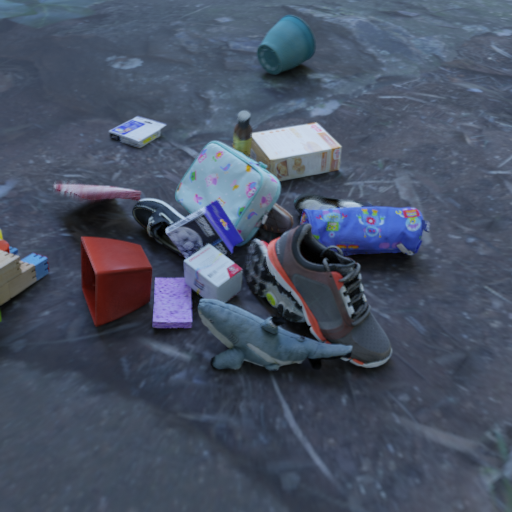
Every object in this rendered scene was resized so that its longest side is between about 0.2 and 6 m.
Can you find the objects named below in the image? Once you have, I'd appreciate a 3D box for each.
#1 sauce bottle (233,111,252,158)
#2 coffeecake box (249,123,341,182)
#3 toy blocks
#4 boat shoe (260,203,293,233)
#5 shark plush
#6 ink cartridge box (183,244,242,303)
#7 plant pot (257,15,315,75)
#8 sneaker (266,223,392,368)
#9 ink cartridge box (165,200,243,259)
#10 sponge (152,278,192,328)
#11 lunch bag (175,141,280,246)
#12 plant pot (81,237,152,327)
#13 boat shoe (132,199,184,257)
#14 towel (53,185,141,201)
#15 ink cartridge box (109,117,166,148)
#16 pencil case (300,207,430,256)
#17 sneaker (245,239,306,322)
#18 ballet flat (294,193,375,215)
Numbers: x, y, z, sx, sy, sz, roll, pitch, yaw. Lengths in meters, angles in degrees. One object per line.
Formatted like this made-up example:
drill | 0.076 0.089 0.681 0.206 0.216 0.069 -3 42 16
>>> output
sauce bottle | -0.300 -2.710 12.604 0.429 1.324 0.429 2 59 -4
coffeecake box | 0.992 -2.713 14.603 1.969 0.719 1.511 -13 40 -16
toy blocks | -5.455 0.126 10.745 2.901 1.450 1.983 14 29 15
boat shoe | 0.119 -1.172 12.676 1.992 0.754 0.715 32 47 32
shark plush | 0.229 1.401 9.147 2.528 1.053 1.148 19 42 23
ink cartridge box | -0.820 0.377 10.529 0.918 0.664 0.667 37 55 26
plant pot | 0.942 -7.305 19.799 1.708 1.708 1.605 30 63 32
sneaker | 1.347 0.636 9.259 2.795 1.145 1.077 47 44 2
ink cartridge box | -0.977 -0.366 10.984 1.164 1.154 0.253 -30 36 6
sponge | -1.562 0.856 10.482 0.699 0.187 1.253 1 37 -9
lunch bag | -0.577 -1.385 12.086 2.263 0.872 1.815 40 98 37
plant pot | -2.578 0.404 10.405 1.080 1.226 1.225 -7 38 -26
boat shoe | -1.929 -0.600 11.894 2.105 0.796 0.635 23 38 27
towel | -3.605 -1.433 12.583 1.396 0.221 1.939 -2 10 -36
ink cartridge box | -3.377 -3.560 16.062 1.173 0.279 1.187 22 42 27
pencil case | 2.185 -0.458 11.557 2.551 0.995 1.108 -1 53 -2
sneaker | 0.571 0.494 10.683 0.982 0.890 2.312 0 34 -34
ballet flat | 1.759 -0.941 12.388 2.054 0.698 0.703 12 6 23
